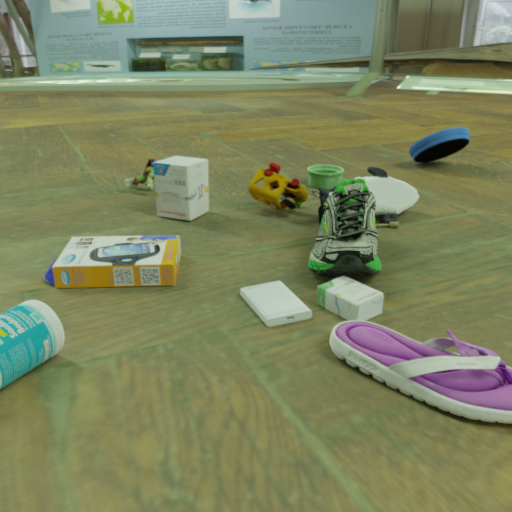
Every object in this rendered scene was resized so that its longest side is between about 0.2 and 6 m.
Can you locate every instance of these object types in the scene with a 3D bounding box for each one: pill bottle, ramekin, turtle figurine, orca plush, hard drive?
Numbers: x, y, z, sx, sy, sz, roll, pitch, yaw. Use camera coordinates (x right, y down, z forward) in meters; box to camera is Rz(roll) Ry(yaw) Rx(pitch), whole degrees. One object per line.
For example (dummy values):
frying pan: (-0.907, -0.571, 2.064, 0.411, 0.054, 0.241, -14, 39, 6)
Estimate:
pill bottle: (-3.432, 1.281, 7.462, 0.881, 0.881, 1.591, 12, 27, 26)
ramekin: (1.972, -2.242, 16.053, 1.041, 0.509, 1.041, 0, 23, 0)
turtle figurine: (-2.930, -1.973, 15.520, 1.198, 1.236, 0.889, -12, 42, 22)
orca plush: (2.556, -1.185, 13.565, 2.861, 1.505, 1.017, -23, -12, -31)
hard drive: (0.313, 0.791, 9.495, 0.796, 0.161, 1.207, -9, 25, -21)

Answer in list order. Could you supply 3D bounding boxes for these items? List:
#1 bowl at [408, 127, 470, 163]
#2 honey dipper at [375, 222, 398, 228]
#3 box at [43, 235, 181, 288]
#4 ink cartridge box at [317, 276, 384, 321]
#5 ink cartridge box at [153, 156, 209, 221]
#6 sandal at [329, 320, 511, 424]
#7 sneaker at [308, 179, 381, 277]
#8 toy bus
bowl: (5.875, -3.505, 17.919, 1.916, 0.376, 1.916, -14, -12, -3)
honey dipper: (2.885, -0.713, 13.021, 0.818, 0.155, 0.155, -2, 23, 7)
box: (-2.731, 0.081, 10.724, 2.473, 0.513, 1.472, 0, 24, -4)
ink cartridge box: (1.564, 0.727, 9.339, 0.664, 0.400, 0.914, -18, 27, -36)
ink cartridge box: (-1.800, -1.655, 13.644, 0.990, 1.344, 0.972, 11, 23, 24)
sandal: (2.380, 1.364, 7.410, 3.080, 0.757, 1.253, 13, 27, 28)
sneaker: (1.732, -0.611, 11.037, 1.356, 1.481, 3.476, 2, 23, 6)
toy bus: (0.586, -1.496, 13.725, 1.488, 0.815, 1.577, 35, -12, -17)
